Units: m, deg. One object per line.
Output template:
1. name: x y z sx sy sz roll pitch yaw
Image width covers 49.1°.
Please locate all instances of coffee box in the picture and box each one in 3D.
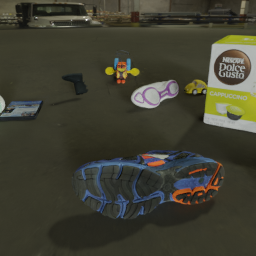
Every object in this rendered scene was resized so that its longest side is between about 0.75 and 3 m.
1. coffee box: 4.113 -1.529 9.003 2.591 2.566 2.595 12 27 26

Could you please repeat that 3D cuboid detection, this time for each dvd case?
1. dvd case: -3.767 -0.647 10.056 1.186 0.146 1.663 -2 24 -7

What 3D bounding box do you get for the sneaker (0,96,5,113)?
1. sneaker: -5.675 -0.590 8.815 2.911 1.071 1.717 1 27 6

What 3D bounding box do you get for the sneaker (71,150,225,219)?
1. sneaker: 0.361 0.982 5.542 2.948 1.111 1.156 2 15 -19

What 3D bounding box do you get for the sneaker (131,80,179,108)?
1. sneaker: 0.928 -1.288 10.957 2.286 0.856 1.139 -19 12 -36

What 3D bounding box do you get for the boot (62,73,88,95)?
1. boot: -2.111 -1.747 11.249 0.384 0.850 1.037 -11 4 42

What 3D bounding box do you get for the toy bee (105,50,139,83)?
1. toy bee: -0.394 -2.835 13.933 1.608 1.335 2.457 3 -2 23

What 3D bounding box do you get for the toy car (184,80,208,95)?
1. toy car: 3.984 -1.809 12.145 2.454 0.547 2.309 -21 31 -38
